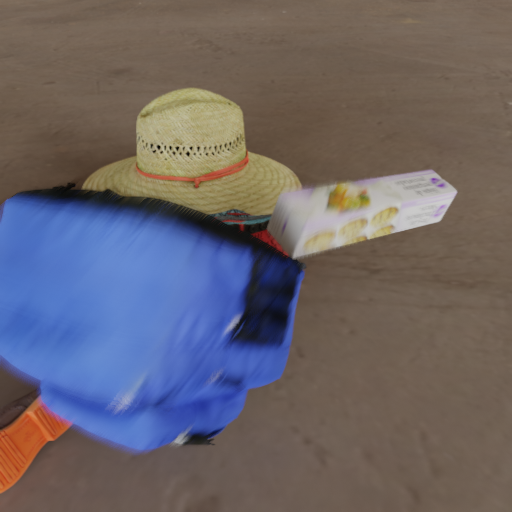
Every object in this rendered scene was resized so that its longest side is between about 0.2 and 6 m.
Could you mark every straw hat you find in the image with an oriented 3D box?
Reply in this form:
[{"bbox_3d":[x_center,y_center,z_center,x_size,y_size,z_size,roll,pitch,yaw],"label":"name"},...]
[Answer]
[{"bbox_3d":[-1.361,-2.346,11.687,4.770,2.019,4.770,1,31,0],"label":"straw hat"}]

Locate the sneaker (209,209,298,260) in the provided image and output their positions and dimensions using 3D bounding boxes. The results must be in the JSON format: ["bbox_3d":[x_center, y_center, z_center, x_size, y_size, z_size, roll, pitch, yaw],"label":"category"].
[{"bbox_3d":[-0.090,-0.520,9.959,2.380,0.944,1.137,-2,31,-28],"label":"sneaker"}]

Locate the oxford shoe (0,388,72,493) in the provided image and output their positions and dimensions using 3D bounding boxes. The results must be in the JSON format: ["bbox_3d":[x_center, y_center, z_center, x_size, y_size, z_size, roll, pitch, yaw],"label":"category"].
[{"bbox_3d":[-3.082,2.281,6.813,0.719,0.703,1.973,1,26,42],"label":"oxford shoe"}]

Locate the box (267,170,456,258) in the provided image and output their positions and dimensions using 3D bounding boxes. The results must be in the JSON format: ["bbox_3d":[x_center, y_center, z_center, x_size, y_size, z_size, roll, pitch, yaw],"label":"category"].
[{"bbox_3d":[1.646,-0.687,8.209,3.253,0.674,0.629,-12,50,-36],"label":"box"}]

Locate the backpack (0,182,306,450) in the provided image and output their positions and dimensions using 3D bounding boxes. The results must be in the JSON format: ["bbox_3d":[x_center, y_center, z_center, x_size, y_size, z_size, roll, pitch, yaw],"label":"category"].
[{"bbox_3d":[-1.217,0.693,6.265,2.630,2.716,3.237,6,-10,29],"label":"backpack"}]
